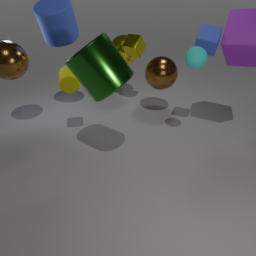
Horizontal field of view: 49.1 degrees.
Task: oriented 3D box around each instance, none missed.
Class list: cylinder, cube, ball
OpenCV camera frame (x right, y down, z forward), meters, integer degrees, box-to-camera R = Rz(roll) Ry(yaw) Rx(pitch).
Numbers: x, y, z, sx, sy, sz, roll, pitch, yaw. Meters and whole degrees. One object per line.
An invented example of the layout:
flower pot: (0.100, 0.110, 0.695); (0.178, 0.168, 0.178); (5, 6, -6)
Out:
cylinder: (-2.722, -4.107, 10.797); (1.400, 1.400, 1.400); (-3, 52, 4)
cube: (4.132, -3.040, 9.538); (1.400, 1.400, 1.400); (11, -13, 31)
ball: (-4.387, -2.468, 10.292); (1.400, 1.400, 1.400); (0, 29, 0)
cylinder: (-2.063, -1.708, 9.813); (0.700, 0.700, 0.700); (-5, 46, -9)
cube: (2.718, -2.986, 9.504); (0.700, 0.700, 0.700); (19, 69, 15)
ball: (1.415, -2.336, 11.927); (1.400, 1.400, 1.400); (0, 29, 0)
ball: (-0.201, -3.685, 13.259); (1.400, 1.400, 1.400); (0, 29, 0)
ball: (2.176, -2.249, 8.967); (0.700, 0.700, 0.700); (0, 29, 0)
cube: (0.276, -3.575, 12.187); (0.700, 0.700, 0.700); (18, 74, 30)
cylinder: (-0.788, -1.694, 7.905); (1.400, 1.400, 1.400); (-34, 17, 12)
